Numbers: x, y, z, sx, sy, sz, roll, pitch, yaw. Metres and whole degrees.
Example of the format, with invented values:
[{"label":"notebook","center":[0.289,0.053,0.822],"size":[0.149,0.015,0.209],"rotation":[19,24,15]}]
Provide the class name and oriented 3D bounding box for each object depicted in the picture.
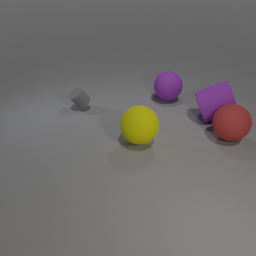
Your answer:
[{"label":"ball","center":[0.417,-0.108,10.156],"size":[1.400,1.400,1.400],"rotation":[0,31,0]},{"label":"ball","center":[3.905,-0.206,10.533],"size":[1.400,1.400,1.400],"rotation":[0,31,0]},{"label":"ball","center":[1.959,-2.062,13.651],"size":[1.400,1.400,1.400],"rotation":[0,31,0]},{"label":"cylinder","center":[-2.205,-1.389,12.808],"size":[0.700,0.700,0.700],"rotation":[-22,45,24]},{"label":"cylinder","center":[3.730,-1.111,11.869],"size":[1.400,1.400,1.400],"rotation":[-19,27,18]}]
